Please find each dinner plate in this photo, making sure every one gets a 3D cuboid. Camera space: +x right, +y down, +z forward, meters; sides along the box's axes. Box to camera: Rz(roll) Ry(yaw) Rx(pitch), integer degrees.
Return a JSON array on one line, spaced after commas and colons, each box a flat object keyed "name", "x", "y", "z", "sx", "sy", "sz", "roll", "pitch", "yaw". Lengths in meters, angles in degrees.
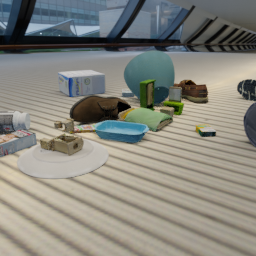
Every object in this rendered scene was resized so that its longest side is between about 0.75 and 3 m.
[{"name": "dinner plate", "x": -1.830, "y": 0.709, "z": 7.997, "sx": 2.551, "sy": 0.309, "sz": 2.551, "roll": -1, "pitch": 19, "yaw": 0}]

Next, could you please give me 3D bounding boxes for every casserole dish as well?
[{"name": "casserole dish", "x": -0.228, "y": 0.121, "z": 9.520, "sx": 1.905, "sy": 0.370, "sz": 1.154, "roll": 7, "pitch": 20, "yaw": 18}]

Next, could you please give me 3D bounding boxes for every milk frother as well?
[{"name": "milk frother", "x": 5.222, "y": -0.807, "z": 8.360, "sx": 2.508, "sy": 2.666, "sz": 2.406, "roll": -11, "pitch": 6, "yaw": -27}]

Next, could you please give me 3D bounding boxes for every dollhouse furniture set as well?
[{"name": "dollhouse furniture set", "x": 0.992, "y": -1.011, "z": 11.213, "sx": 1.788, "sy": 1.369, "sz": 2.729, "roll": 11, "pitch": 22, "yaw": 29}, {"name": "dollhouse furniture set", "x": -1.879, "y": 0.111, "z": 7.838, "sx": 1.108, "sy": 0.980, "sz": 0.616, "roll": 12, "pitch": 24, "yaw": 29}]

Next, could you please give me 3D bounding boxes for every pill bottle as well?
[{"name": "pill bottle", "x": -4.210, "y": -0.234, "z": 9.959, "sx": 1.292, "sy": 0.752, "sz": 0.752, "roll": 0, "pitch": 19, "yaw": -1}]

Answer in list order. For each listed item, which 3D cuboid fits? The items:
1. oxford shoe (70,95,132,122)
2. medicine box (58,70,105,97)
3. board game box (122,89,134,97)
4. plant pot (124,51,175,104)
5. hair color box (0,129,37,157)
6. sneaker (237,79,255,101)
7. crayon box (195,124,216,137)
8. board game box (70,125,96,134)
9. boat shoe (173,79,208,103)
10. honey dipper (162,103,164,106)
[{"name": "oxford shoe", "x": -0.985, "y": -0.747, "z": 11.056, "sx": 2.760, "sy": 1.003, "sz": 1.165, "roll": -16, "pitch": 26, "yaw": -38}, {"name": "medicine box", "x": -2.698, "y": -2.635, "z": 16.217, "sx": 2.181, "sy": 1.122, "sz": 1.986, "roll": -11, "pitch": 22, "yaw": -27}, {"name": "board game box", "x": -0.005, "y": -1.932, "z": 15.504, "sx": 0.665, "sy": 0.290, "sz": 0.901, "roll": 0, "pitch": 21, "yaw": -1}, {"name": "plant pot", "x": 1.223, "y": -2.203, "z": 13.664, "sx": 2.557, "sy": 2.557, "sz": 1.722, "roll": -5, "pitch": 54, "yaw": -15}, {"name": "hair color box", "x": -3.546, "y": 0.446, "z": 8.527, "sx": 0.658, "sy": 0.403, "sz": 1.330, "roll": 15, "pitch": 25, "yaw": 35}, {"name": "sneaker", "x": 7.095, "y": -1.833, "z": 14.517, "sx": 2.759, "sy": 1.071, "sz": 1.191, "roll": 18, "pitch": 12, "yaw": 28}, {"name": "crayon box", "x": 2.712, "y": 0.080, "z": 9.874, "sx": 0.500, "sy": 0.205, "sz": 0.796, "roll": -2, "pitch": 20, "yaw": -5}, {"name": "board game box", "x": -1.574, "y": 0.039, "z": 10.120, "sx": 1.023, "sy": 0.153, "sz": 0.489, "roll": -1, "pitch": 20, "yaw": -10}, {"name": "boat shoe", "x": 3.219, "y": -2.117, "z": 14.937, "sx": 1.061, "sy": 0.995, "sz": 2.947, "roll": -9, "pitch": 21, "yaw": -24}, {"name": "honey dipper", "x": 2.162, "y": -1.307, "z": 13.840, "sx": 0.254, "sy": 0.254, "sz": 1.337, "roll": 18, "pitch": 29, "yaw": 41}]
